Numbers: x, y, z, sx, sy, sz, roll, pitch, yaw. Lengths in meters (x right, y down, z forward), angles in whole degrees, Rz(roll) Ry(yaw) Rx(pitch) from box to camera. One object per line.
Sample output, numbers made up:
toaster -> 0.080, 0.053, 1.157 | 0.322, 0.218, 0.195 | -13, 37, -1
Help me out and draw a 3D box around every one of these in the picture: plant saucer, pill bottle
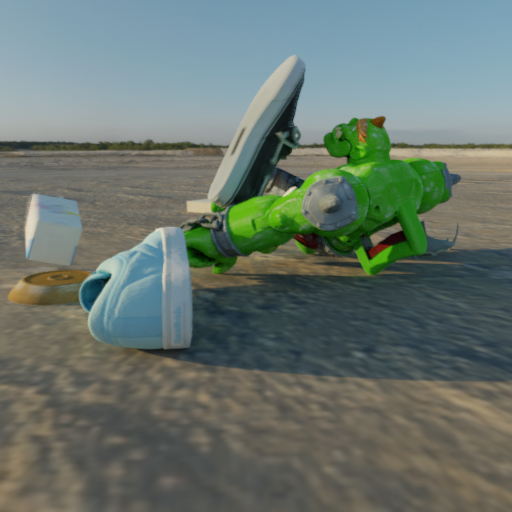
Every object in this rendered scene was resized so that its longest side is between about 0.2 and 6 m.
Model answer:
plant saucer -> -2.672, 0.393, 7.586 | 1.289, 0.228, 1.289 | 0, 11, 0
pill bottle -> 0.465, -1.319, 10.330 | 0.973, 0.517, 0.517 | 24, 4, -17

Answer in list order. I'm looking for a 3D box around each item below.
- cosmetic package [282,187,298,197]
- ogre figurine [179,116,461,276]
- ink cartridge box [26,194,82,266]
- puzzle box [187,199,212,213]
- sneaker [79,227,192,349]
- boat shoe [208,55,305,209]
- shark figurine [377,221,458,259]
cosmetic package -> 0.649, -0.820, 9.783 | 0.550, 0.547, 0.657 | 44, 0, -7
ogre figurine -> 1.317, -0.774, 9.003 | 4.639, 2.276, 2.781 | 10, -16, -39
ink cartridge box -> -2.917, -0.409, 8.008 | 0.618, 0.635, 0.987 | 10, 26, -29
puzzle box -> -0.508, -1.479, 16.896 | 2.709, 0.344, 1.802 | 8, 13, 36
sneaker -> -1.366, 0.235, 6.311 | 1.145, 1.033, 2.795 | 2, 10, -12
boat shoe -> 0.213, -1.768, 8.557 | 0.857, 2.509, 0.926 | 27, -2, -23
shark figurine -> 3.153, -0.333, 10.291 | 1.603, 0.669, 0.958 | -4, 13, -9
